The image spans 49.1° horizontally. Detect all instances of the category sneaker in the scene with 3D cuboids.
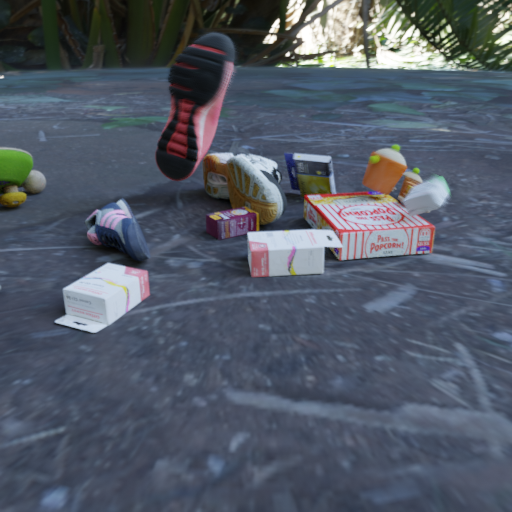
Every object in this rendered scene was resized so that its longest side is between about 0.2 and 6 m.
[{"bbox_3d":[0.024,-1.557,11.344,1.394,1.203,3.181,-9,25,-22],"label":"sneaker"},{"bbox_3d":[-1.206,-2.958,11.130,1.068,2.897,1.257,23,17,3],"label":"sneaker"},{"bbox_3d":[-2.317,-0.313,9.261,0.841,0.719,2.050,-24,26,-13],"label":"sneaker"}]

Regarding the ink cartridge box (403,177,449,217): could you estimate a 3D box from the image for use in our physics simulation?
[{"bbox_3d":[2.787,-0.972,9.161,0.530,0.305,0.726,-19,15,37],"label":"ink cartridge box"}]

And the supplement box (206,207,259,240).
[{"bbox_3d":[-0.428,-0.592,10.110,0.854,0.366,0.471,-14,27,-30],"label":"supplement box"}]

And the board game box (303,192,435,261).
[{"bbox_3d":[1.904,-0.590,9.929,1.624,0.496,2.143,-5,23,-11],"label":"board game box"}]

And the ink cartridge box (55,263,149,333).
[{"bbox_3d":[-2.036,0.532,7.412,0.694,0.402,1.191,9,25,21],"label":"ink cartridge box"}]

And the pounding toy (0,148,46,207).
[{"bbox_3d":[-5.295,-1.323,11.402,1.762,1.059,2.282,-14,-5,-6],"label":"pounding toy"}]

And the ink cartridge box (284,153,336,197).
[{"bbox_3d":[1.119,-1.671,11.848,1.052,1.040,0.247,8,50,24],"label":"ink cartridge box"}]

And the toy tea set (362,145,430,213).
[{"bbox_3d":[2.860,-1.560,10.846,1.436,0.894,2.414,26,15,8],"label":"toy tea set"}]

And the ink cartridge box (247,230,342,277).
[{"bbox_3d":[0.581,-0.055,8.713,1.390,0.469,0.809,-3,23,-3],"label":"ink cartridge box"}]
